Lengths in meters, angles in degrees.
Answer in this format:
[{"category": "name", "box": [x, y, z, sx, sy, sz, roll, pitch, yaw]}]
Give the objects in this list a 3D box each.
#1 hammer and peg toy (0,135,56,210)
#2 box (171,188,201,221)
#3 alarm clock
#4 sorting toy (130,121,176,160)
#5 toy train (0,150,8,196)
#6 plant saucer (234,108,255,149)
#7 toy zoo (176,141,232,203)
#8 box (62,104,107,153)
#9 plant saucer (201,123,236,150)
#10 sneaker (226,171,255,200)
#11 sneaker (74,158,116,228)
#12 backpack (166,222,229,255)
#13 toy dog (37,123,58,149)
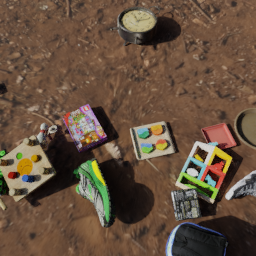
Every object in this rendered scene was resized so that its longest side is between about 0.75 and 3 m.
[{"category": "hammer and peg toy", "box": [-4.023, 1.729, 10.325, 2.570, 0.906, 1.890, -37, 69, 3]}, {"category": "box", "box": [2.067, 2.717, 10.015, 0.850, 0.447, 1.038, -8, 76, -3]}, {"category": "alarm clock", "box": [0.666, -5.427, 14.478, 2.002, 0.988, 2.968, 35, 68, 19]}, {"category": "sorting toy", "box": [1.010, 0.473, 11.518, 1.625, 0.296, 1.504, -10, 61, -6]}, {"category": "toy train", "box": [-4.959, 1.725, 10.779, 0.526, 0.389, 1.864, -11, 61, 5]}, {"category": "plant saucer", "box": [5.472, 0.071, 11.748, 2.047, 0.302, 2.047, 0, 60, 0]}, {"category": "toy zoo", "box": [3.004, 1.518, 10.825, 1.516, 0.236, 2.311, 26, 70, 14]}, {"category": "box", "box": [-1.840, -0.016, 11.752, 1.257, 0.359, 1.836, -26, 64, -14]}, {"category": "plant saucer", "box": [3.727, 0.408, 11.612, 1.103, 0.203, 1.105, -14, 62, -8]}, {"category": "sneaker", "box": [4.473, 2.330, 10.247, 1.731, 0.653, 0.985, -29, 62, -18]}, {"category": "sneaker", "box": [-1.188, 2.406, 10.142, 1.121, 1.027, 2.631, -24, 54, -5]}, {"category": "backpack", "box": [2.101, 3.915, 8.993, 1.678, 1.233, 1.536, 23, 66, 2]}, {"category": "toy dog", "box": [-3.450, 0.483, 11.439, 0.891, 0.651, 1.352, 14, 48, 16]}]
